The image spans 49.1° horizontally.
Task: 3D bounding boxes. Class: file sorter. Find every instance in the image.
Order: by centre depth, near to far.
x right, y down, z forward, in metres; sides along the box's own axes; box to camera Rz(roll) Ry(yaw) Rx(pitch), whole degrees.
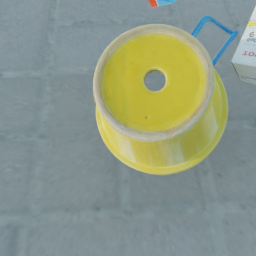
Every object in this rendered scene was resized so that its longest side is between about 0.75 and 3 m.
[{"bbox_3d":[2.172,-2.292,7.499,0.945,1.069,1.540,35,23,5],"label":"file sorter"}]

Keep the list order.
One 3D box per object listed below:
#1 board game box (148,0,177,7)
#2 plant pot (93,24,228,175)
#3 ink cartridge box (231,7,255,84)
[{"bbox_3d":[0.494,-4.078,6.930,0.415,2.057,1.574,-35,24,1],"label":"board game box"},{"bbox_3d":[0.593,-0.521,5.442,2.852,2.683,2.852,-1,81,9],"label":"plant pot"},{"bbox_3d":[3.380,-1.968,5.704,1.627,0.980,2.239,23,88,38],"label":"ink cartridge box"}]
